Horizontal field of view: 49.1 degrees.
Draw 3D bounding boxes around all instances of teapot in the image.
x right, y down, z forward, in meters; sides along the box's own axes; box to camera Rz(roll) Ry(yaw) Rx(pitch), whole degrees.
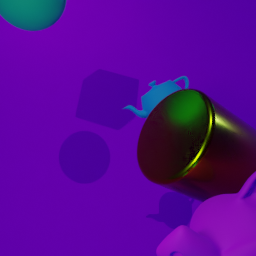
[{"bbox_3d":[0.525,-0.499,4.788,1.246,0.775,0.610,-32,95,-6],"label":"teapot"}]

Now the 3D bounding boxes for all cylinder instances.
[{"bbox_3d":[1.059,0.328,4.041,1.362,1.362,1.362,27,57,-31],"label":"cylinder"}]

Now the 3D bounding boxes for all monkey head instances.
[{"bbox_3d":[0.910,1.124,2.904,1.264,1.756,1.058,28,29,-10],"label":"monkey head"}]

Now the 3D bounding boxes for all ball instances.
[{"bbox_3d":[-1.726,-2.373,4.903,1.276,1.276,1.276,0,62,0],"label":"ball"}]
